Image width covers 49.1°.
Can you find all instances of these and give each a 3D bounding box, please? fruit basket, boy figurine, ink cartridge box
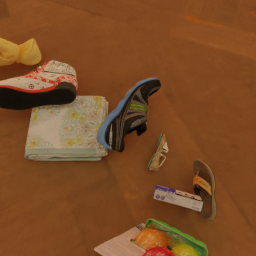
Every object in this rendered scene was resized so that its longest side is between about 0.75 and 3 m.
[{"bbox_3d":[0.696,2.800,5.853,2.101,2.268,1.063,20,100,28],"label":"fruit basket"},{"bbox_3d":[-4.087,-2.436,8.749,2.781,1.729,0.896,-9,88,-31],"label":"boy figurine"},{"bbox_3d":[1.259,1.770,7.138,1.190,0.560,0.263,14,92,6],"label":"ink cartridge box"}]

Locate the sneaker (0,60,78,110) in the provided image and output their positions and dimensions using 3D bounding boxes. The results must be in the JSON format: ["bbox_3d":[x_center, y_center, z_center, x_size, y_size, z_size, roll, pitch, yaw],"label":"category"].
[{"bbox_3d":[-2.796,-1.317,8.326,2.589,0.865,1.388,-3,46,-4],"label":"sneaker"}]

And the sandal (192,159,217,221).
[{"bbox_3d":[1.927,1.592,7.289,0.435,0.646,1.609,5,73,-30],"label":"sandal"}]

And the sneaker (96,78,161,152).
[{"bbox_3d":[0.177,-0.377,7.827,1.065,0.911,2.570,36,66,3],"label":"sneaker"}]

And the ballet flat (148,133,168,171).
[{"bbox_3d":[0.931,0.714,8.003,0.381,0.411,1.166,20,71,9],"label":"ballet flat"}]

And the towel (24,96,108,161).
[{"bbox_3d":[-1.745,-0.022,8.296,2.347,0.565,2.009,0,60,0],"label":"towel"}]
